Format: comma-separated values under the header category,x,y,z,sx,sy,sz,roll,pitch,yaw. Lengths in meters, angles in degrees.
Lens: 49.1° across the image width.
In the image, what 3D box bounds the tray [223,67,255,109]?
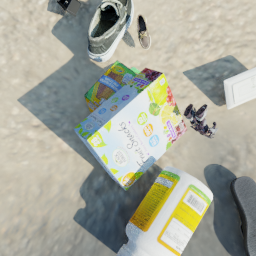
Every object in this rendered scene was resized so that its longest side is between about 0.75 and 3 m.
category,x,y,z,sx,sy,sz,roll,pitch,yaw
tray,3.458,-1.186,7.791,1.669,0.185,0.896,-23,116,-10

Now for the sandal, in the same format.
category,x,y,z,sx,sy,sz,roll,pitch,yaw
sandal,3.098,2.328,6.887,0.854,0.481,2.247,-4,71,-8

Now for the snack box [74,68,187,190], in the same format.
category,x,y,z,sx,sy,sz,roll,pitch,yaw
snack box,0.186,0.042,6.832,2.330,1.965,0.788,-42,39,-13

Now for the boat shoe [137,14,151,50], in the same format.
category,x,y,z,sx,sy,sz,roll,pitch,yaw
boat shoe,0.445,-2.822,8.246,0.361,0.299,1.006,-7,95,17

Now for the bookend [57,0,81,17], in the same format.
category,x,y,z,sx,sy,sz,roll,pitch,yaw
bookend,-1.719,-4.054,8.680,0.861,0.399,0.866,-53,48,20

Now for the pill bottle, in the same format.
category,x,y,z,sx,sy,sz,roll,pitch,yaw
pill bottle,0.794,2.216,6.454,1.339,1.339,2.411,33,75,10

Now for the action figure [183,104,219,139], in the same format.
category,x,y,z,sx,sy,sz,roll,pitch,yaw
action figure,1.822,-0.149,6.965,0.819,1.259,0.437,22,76,34

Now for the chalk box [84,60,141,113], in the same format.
category,x,y,z,sx,sy,sz,roll,pitch,yaw
chalk box,-0.176,-0.992,7.658,1.086,1.080,1.745,37,77,11

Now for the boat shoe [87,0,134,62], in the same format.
category,x,y,z,sx,sy,sz,roll,pitch,yaw
boat shoe,-0.456,-3.308,8.374,1.040,1.023,2.885,12,63,5
